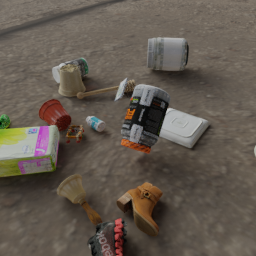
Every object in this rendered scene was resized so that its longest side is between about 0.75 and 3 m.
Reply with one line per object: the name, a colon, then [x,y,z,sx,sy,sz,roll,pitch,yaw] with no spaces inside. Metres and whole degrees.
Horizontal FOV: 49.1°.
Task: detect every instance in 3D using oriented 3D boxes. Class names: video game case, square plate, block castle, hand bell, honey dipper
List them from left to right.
block castle: [-2.037,0.260,10.823,0.574,0.403,0.859,0,35,6]
hand bell: [-1.234,2.227,8.107,0.872,0.872,1.675,-28,58,-32]
honey dipper: [-1.026,-1.809,13.515,2.872,0.545,0.545,-14,39,-13]
video game case: [-0.294,-1.699,12.514,0.104,0.862,0.946,21,75,-17]
square plate: [2.075,-0.128,11.430,1.996,0.284,1.978,22,43,27]

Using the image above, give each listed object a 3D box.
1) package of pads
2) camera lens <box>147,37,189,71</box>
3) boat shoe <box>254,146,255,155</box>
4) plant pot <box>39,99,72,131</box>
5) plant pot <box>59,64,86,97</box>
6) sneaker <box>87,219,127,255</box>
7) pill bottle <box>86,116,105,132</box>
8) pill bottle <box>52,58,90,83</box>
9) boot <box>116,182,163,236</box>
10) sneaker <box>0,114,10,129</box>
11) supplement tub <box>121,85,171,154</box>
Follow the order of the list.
package of pads: [-3.691,0.793,9.747,2.434,0.830,1.881,-5,36,-5]
camera lens: [2.174,-4.063,15.431,2.172,1.737,1.737,3,37,3]
boat shoe: [5.265,1.338,9.002,0.759,0.907,2.539,-21,48,-25]
plant pot: [-2.889,-0.464,11.354,1.055,1.055,1.026,-29,54,-32]
plant pot: [-2.787,-2.374,13.627,1.336,1.223,1.336,0,37,0]
sneaker: [-0.530,3.103,6.769,0.983,0.711,2.012,1,35,1]
pill bottle: [-1.340,-0.195,11.371,0.804,0.446,0.446,29,46,32]
pill bottle: [-2.977,-2.989,14.640,1.744,0.986,0.986,-27,45,-31]
boot: [0.599,2.230,8.053,1.236,0.589,1.597,-25,46,-34]
sneaker: [-5.125,-0.213,11.336,0.459,0.517,1.238,-3,36,-3]
supplement tub: [0.573,-0.289,9.791,1.339,1.339,2.185,16,83,20]
